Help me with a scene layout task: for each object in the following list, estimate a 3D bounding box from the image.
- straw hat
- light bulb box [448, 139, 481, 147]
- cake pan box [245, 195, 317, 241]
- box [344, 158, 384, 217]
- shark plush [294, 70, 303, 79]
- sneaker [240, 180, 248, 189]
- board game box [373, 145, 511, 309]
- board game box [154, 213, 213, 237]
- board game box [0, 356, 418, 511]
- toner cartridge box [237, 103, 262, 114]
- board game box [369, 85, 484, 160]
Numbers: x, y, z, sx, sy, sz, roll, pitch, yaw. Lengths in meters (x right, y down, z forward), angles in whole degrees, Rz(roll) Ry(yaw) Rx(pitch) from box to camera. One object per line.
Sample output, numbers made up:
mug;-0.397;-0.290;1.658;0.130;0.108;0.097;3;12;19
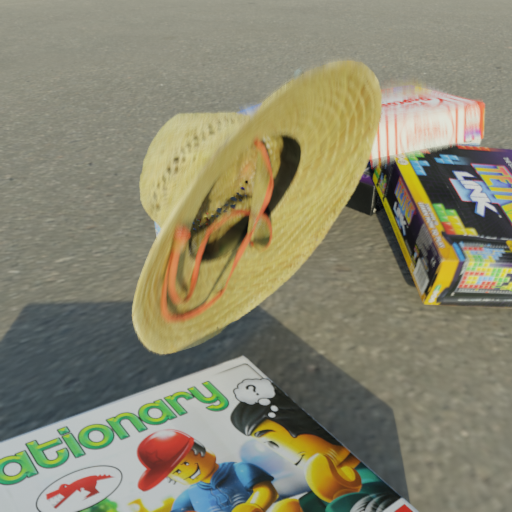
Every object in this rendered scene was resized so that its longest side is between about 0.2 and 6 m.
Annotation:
straw hat;-0.455;-1.001;7.571;1.895;4.479;4.479;39;48;23
light bulb box;4.672;-2.565;13.563;1.159;1.169;0.729;-9;36;-14
cake pan box;0.461;-0.792;11.595;1.487;0.422;1.615;-4;34;-2
box;2.197;-1.780;12.773;1.990;0.785;1.404;27;39;34
shark plush;0.935;-2.824;12.202;1.162;1.066;2.559;18;78;11
sneaker;-0.481;-2.161;13.220;0.917;0.887;2.199;-29;47;-25
board game box;4.102;-0.696;10.216;3.091;1.060;3.739;1;41;-7
board game box;-1.267;-0.530;9.757;0.568;1.991;2.034;-15;37;-20
board game box;-1.150;2.756;4.924;5.121;0.886;3.232;-12;33;-39
toner cartridge box;0.281;-2.394;10.412;1.372;0.624;2.889;4;23;20
board game box;2.700;-2.722;11.078;2.213;0.676;2.921;-12;25;-8
